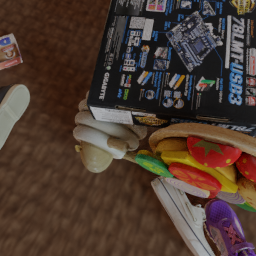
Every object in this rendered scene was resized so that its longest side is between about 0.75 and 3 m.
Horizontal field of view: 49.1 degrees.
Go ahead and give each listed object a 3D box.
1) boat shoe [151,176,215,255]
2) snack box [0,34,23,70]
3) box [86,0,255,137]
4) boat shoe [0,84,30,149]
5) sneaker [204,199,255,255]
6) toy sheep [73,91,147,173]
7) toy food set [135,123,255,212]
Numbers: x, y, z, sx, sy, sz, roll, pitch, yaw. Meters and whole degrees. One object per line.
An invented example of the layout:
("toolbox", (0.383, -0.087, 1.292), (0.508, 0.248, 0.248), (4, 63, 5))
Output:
("boat shoe", (1.279, 1.854, 5.871), (0.677, 0.741, 2.060), (-29, 62, -7))
("snack box", (-4.201, -1.805, 7.627), (2.451, 0.298, 0.881), (-21, 68, -9))
("box", (0.969, -1.426, 5.319), (2.946, 0.737, 2.968), (7, 70, 7))
("boat shoe", (-2.030, -0.056, 4.008), (0.491, 0.569, 1.567), (10, 51, 20))
("sneaker", (2.119, 2.323, 5.576), (0.765, 0.841, 1.901), (-13, 66, -4))
("toy sheep", (-0.278, -0.232, 6.213), (1.787, 1.787, 2.591), (23, 73, 10))
("toy food set", (1.651, 0.862, 4.915), (2.932, 2.902, 0.713), (33, 72, -23))
